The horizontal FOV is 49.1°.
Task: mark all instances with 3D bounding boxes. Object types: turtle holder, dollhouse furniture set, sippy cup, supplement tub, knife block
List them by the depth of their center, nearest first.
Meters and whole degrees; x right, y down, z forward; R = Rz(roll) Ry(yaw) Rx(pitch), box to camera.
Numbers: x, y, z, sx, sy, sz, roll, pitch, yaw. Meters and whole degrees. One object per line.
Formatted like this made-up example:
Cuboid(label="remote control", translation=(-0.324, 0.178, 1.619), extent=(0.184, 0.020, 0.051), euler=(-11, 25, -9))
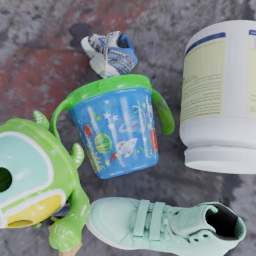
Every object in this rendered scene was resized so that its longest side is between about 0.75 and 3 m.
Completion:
Cuboid(label="turtle holder", translation=(-1.922, 1.104, 5.317), extent=(1.755, 1.878, 2.472), euler=(-44, 112, -49))
Cuboid(label="knife block", translation=(-1.370, 2.421, 6.013), extent=(0.712, 0.260, 0.811), euler=(49, 61, -19))
Cuboid(label="supplement tub", translation=(2.263, -0.562, 6.241), extent=(2.132, 2.132, 2.941), euler=(6, 76, 2))
Cuboid(label="dollhouse furniture set", translation=(-1.608, 2.268, 6.247), extent=(0.951, 0.367, 0.475), euler=(23, 72, 8))
Cuboid(label="sippy cup", translation=(-0.225, 0.068, 6.299), extent=(2.610, 2.049, 1.913), euler=(-15, 82, 6))

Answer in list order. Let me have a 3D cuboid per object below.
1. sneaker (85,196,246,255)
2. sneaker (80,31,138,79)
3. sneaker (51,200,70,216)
Cuboid(label="sneaker", translation=(0.710, 1.732, 5.485), extent=(2.997, 1.768, 1.103), euler=(15, 49, -5))
Cuboid(label="sneaker", translation=(-0.385, -1.859, 6.935), extent=(1.089, 0.985, 2.556), euler=(-38, 38, 8))
Cuboid(label="sneaker", translation=(-1.852, 1.614, 6.319), extent=(1.654, 0.580, 0.678), euler=(4, 80, -3))
